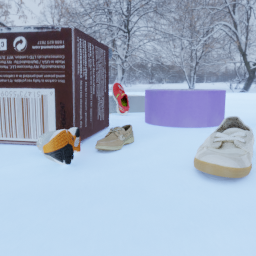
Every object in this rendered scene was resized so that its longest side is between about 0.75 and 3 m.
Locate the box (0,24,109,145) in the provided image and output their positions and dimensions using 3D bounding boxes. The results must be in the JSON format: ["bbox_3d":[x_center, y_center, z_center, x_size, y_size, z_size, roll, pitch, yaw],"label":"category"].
[{"bbox_3d":[-1.986,-1.047,7.136,2.469,2.444,2.976,2,9,10],"label":"box"}]

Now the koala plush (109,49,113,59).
[{"bbox_3d":[-1.038,-2.111,8.923,0.805,0.908,0.834,16,15,37],"label":"koala plush"}]

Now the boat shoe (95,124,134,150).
[{"bbox_3d":[-0.270,0.176,5.834,0.473,0.428,1.327,4,10,23],"label":"boat shoe"}]

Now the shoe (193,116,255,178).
[{"bbox_3d":[1.654,0.233,4.713,0.862,0.658,2.466,4,10,24],"label":"shoe"}]

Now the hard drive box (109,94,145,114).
[{"bbox_3d":[-0.390,-1.152,13.093,2.084,0.800,1.624,-3,10,-19],"label":"hard drive box"}]

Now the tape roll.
[{"bbox_3d":[1.904,-0.754,9.524,2.678,1.138,2.678,1,9,0],"label":"tape roll"}]

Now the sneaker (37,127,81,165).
[{"bbox_3d":[-1.281,0.316,4.797,0.715,0.588,1.554,-5,1,2],"label":"sneaker"}]

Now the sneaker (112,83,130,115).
[{"bbox_3d":[-0.223,-1.307,11.727,0.606,1.573,0.668,-5,-27,-26],"label":"sneaker"}]
